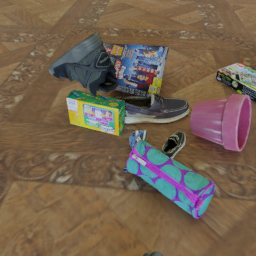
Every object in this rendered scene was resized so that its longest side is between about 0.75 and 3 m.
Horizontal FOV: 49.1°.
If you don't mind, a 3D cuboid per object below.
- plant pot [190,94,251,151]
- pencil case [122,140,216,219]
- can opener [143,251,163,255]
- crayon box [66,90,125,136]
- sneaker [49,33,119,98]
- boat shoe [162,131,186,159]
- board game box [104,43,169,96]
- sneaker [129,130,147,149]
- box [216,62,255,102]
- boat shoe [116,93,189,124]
[{"bbox_3d":[2.773,-0.217,8.474,1.471,1.643,1.643,8,38,35],"label":"plant pot"},{"bbox_3d":[1.000,1.226,7.019,2.296,1.061,0.977,30,94,31],"label":"pencil case"},{"bbox_3d":[-0.011,3.430,4.927,0.852,0.679,2.547,48,52,3],"label":"can opener"},{"bbox_3d":[-1.026,-0.494,9.048,1.816,1.078,0.529,14,42,14],"label":"crayon box"},{"bbox_3d":[-1.394,-1.659,8.729,1.131,1.695,2.959,-43,21,-31],"label":"sneaker"},{"bbox_3d":[1.396,0.457,8.419,0.482,0.434,1.365,20,44,22],"label":"boat shoe"},{"bbox_3d":[0.118,-2.370,11.131,2.625,0.810,2.627,13,58,4],"label":"board game box"},{"bbox_3d":[0.260,0.503,8.380,0.515,0.463,1.253,7,33,10],"label":"sneaker"},{"bbox_3d":[4.891,-1.754,11.023,1.395,0.440,2.535,-23,45,-24],"label":"box"},{"bbox_3d":[0.824,-0.742,9.499,2.663,0.863,0.958,-5,40,-5],"label":"boat shoe"}]
